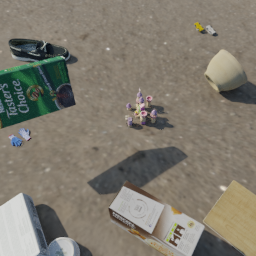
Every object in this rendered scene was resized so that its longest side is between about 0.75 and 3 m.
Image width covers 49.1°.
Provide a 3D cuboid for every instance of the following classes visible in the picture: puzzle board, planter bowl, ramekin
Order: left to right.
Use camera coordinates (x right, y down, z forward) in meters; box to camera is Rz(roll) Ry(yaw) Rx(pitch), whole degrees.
[{"bbox_3d":[-1.787,3.408,7.575,0.935,0.435,0.935,0,55,0],"label":"ramekin"},{"bbox_3d":[3.669,-2.066,10.873,1.065,1.582,1.582,-38,59,8],"label":"planter bowl"},{"bbox_3d":[3.619,2.851,8.122,2.329,0.203,1.755,37,62,22],"label":"puzzle board"}]

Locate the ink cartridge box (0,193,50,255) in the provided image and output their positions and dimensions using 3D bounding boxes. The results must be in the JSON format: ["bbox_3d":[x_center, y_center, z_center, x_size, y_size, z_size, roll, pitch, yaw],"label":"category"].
[{"bbox_3d":[-3.508,3.250,7.622,2.430,0.574,1.945,-34,53,-2],"label":"ink cartridge box"}]

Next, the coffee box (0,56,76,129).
[{"bbox_3d":[-2.732,-0.962,7.633,2.381,1.464,0.524,-19,29,-21],"label":"coffee box"}]

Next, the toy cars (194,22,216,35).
[{"bbox_3d":[3.647,-4.708,13.363,1.084,0.240,0.486,18,68,8],"label":"toy cars"}]

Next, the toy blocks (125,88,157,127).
[{"bbox_3d":[0.433,-0.751,10.164,1.120,0.943,1.047,-8,56,-6],"label":"toy blocks"}]

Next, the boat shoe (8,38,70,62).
[{"bbox_3d":[-3.843,-3.359,12.070,2.609,0.787,0.987,1,55,0],"label":"boat shoe"}]

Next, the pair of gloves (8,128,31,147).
[{"bbox_3d":[-3.830,0.314,9.947,0.775,0.088,0.623,-38,63,-22],"label":"pair of gloves"}]

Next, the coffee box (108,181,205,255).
[{"bbox_3d":[0.702,2.586,7.599,2.337,1.336,0.932,27,59,17],"label":"coffee box"}]
